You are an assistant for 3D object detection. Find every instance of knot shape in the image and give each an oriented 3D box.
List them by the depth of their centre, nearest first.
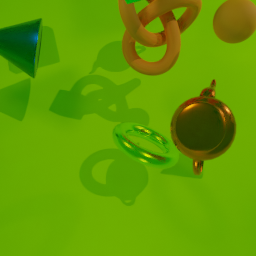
[{"bbox_3d":[0.740,-2.285,6.101,1.900,2.030,0.938,-25,35,-10],"label":"knot shape"}]

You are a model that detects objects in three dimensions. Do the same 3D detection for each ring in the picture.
[{"bbox_3d":[0.394,0.348,6.163,1.575,1.575,0.315,27,111,8],"label":"ring"}]

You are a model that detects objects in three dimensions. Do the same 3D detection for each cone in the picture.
[{"bbox_3d":[-2.778,-1.951,6.410,1.406,1.400,1.400,8,73,-16],"label":"cone"}]

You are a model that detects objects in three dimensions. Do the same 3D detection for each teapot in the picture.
[{"bbox_3d":[1.426,-0.046,5.228,1.176,0.926,1.892,9,89,26],"label":"teapot"}]

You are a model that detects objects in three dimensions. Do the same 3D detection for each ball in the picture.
[{"bbox_3d":[1.928,-1.923,5.036,0.778,0.778,0.778,0,74,0],"label":"ball"}]

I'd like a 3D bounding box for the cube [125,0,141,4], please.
[{"bbox_3d":[0.228,-2.665,4.672,0.721,0.721,0.721,0,56,33],"label":"cube"}]
